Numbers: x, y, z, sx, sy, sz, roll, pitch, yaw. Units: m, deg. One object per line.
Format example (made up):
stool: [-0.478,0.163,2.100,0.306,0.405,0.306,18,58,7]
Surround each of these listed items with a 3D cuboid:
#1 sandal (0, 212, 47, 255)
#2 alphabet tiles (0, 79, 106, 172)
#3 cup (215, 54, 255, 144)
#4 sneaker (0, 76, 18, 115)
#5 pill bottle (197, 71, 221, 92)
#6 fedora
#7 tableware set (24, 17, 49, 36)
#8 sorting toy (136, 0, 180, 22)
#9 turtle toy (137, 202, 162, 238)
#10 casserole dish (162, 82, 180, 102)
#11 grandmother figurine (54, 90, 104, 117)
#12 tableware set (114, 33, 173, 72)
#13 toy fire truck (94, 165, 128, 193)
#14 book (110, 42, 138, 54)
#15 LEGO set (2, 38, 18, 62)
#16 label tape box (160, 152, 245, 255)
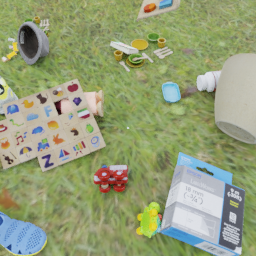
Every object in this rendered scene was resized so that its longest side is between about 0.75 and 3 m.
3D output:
sandal: [-2.787,2.377,6.468,1.879,0.818,0.747,14,52,8]
alphabet tiles: [-2.422,0.020,8.232,2.876,0.109,2.404,-22,73,-10]
cup: [3.514,-0.616,7.984,2.514,2.514,1.798,28,82,20]
sneaker: [-4.684,-1.613,9.324,2.873,1.098,1.083,34,61,23]
pill bottle: [3.022,-1.602,9.577,1.215,0.682,0.682,-8,53,-6]
fedora: [-3.500,-3.199,10.623,0.721,1.413,1.597,-15,67,-53]
tableware set: [-3.924,-4.196,11.827,1.127,0.257,1.672,-7,53,-5]
sorting toy: [0.744,-2.991,6.447,1.031,0.185,1.384,-9,46,27]
turtle toy: [0.571,2.205,6.765,0.447,0.644,0.884,27,50,-25]
casserole dish: [1.467,-1.190,9.578,0.567,0.182,0.936,-3,53,-2]
grandmother figurine: [-2.072,-0.670,8.872,2.546,0.771,1.544,-2,50,2]
tableware set: [0.526,-3.081,10.920,2.259,0.347,1.522,-26,57,-18]
toy fire truck: [-0.449,1.285,7.550,0.934,0.524,0.784,-2,29,-2]
book: [-0.139,-3.112,10.847,0.930,0.224,0.622,30,28,28]
LEGO set: [-4.488,-2.920,10.793,0.465,0.376,1.012,15,80,-19]
label tape box: [1.896,1.667,6.820,1.661,0.729,2.303,23,55,-2]
